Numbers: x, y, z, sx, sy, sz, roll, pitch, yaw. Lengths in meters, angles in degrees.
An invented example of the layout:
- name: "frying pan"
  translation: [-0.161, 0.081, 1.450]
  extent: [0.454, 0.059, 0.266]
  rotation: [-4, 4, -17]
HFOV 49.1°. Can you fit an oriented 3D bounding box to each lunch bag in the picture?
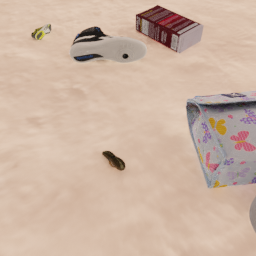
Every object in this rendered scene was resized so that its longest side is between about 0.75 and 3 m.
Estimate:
- name: "lunch bag"
  translation: [2.834, 0.010, 7.201]
  extent: [2.224, 1.667, 2.622]
  rotation: [-3, 48, -5]

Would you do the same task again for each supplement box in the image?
- name: "supplement box"
  translation: [1.672, -4.196, 11.726]
  extent: [1.394, 0.780, 2.562]
  rotation: [-34, 56, -27]

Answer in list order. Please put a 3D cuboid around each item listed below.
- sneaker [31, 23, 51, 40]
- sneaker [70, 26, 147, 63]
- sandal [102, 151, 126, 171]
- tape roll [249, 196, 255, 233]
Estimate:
- name: "sneaker"
  translation: [-3.708, -4.170, 11.961]
  extent: [0.469, 0.413, 1.108]
  rotation: [18, 50, 16]
- name: "sneaker"
  translation: [-0.740, -3.350, 10.758]
  extent: [2.874, 1.050, 1.608]
  rotation: [-1, 48, 1]
- name: "sandal"
  translation: [-0.391, 0.890, 7.371]
  extent: [0.358, 0.239, 0.877]
  rotation: [-9, 32, -45]
- name: "tape roll"
  translation: [3.613, 1.981, 6.165]
  extent: [1.674, 0.553, 1.674]
  rotation: [1, 48, -1]
